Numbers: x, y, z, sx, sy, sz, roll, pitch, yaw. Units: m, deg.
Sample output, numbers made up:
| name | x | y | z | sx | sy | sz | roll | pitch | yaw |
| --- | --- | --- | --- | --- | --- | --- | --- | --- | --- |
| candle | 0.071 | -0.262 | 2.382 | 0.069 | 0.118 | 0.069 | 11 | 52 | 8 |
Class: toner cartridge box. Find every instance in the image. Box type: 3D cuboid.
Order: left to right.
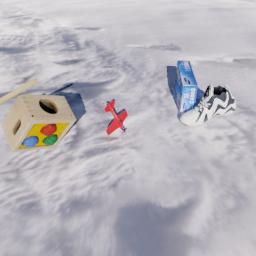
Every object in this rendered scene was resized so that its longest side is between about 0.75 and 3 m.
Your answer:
| name | x | y | z | sx | sy | sz | roll | pitch | yaw |
| --- | --- | --- | --- | --- | --- | --- | --- | --- | --- |
| toner cartridge box | 2.043 | -1.510 | 10.013 | 0.497 | 1.094 | 2.303 | 0 | 32 | 5 |

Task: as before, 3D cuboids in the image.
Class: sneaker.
| name | x | y | z | sx | sy | sz | roll | pitch | yaw |
| --- | --- | --- | --- | --- | --- | --- | --- | --- | --- |
| sneaker | 2.323 | -0.776 | 8.446 | 1.730 | 1.125 | 0.690 | -14 | 38 | 16 |

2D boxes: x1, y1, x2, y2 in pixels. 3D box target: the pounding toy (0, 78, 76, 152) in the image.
| name | x | y | z | sx | sy | sz | roll | pitch | yaw |
| --- | --- | --- | --- | --- | --- | --- | --- | --- | --- |
| pounding toy | -2.348 | -0.226 | 6.681 | 2.073 | 1.821 | 0.948 | -4 | 56 | -49 |

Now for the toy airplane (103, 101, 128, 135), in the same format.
| name | x | y | z | sx | sy | sz | roll | pitch | yaw |
| --- | --- | --- | --- | --- | --- | --- | --- | --- | --- |
| toy airplane | -0.364 | -0.330 | 8.290 | 0.206 | 1.119 | 1.119 | -17 | 14 | 47 |
